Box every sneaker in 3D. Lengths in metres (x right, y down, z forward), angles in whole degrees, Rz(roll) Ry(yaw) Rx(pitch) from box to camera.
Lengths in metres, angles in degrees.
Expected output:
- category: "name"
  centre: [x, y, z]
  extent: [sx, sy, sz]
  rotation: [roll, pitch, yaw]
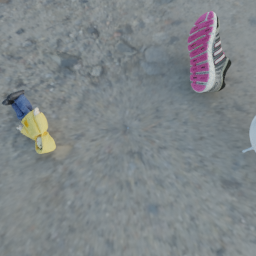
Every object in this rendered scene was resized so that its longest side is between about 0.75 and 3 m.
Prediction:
- category: "sneaker"
  centre: [2.404, -2.112, 8.118]
  extent: [1.077, 0.908, 2.463]
  rotation: [12, 75, -36]

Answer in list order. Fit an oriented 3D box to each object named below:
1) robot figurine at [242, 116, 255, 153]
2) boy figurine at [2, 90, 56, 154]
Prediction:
- category: "robot figurine"
  centre: [3.780, 0.008, 6.114]
  extent: [2.489, 2.111, 1.405]
  rotation: [-22, 69, -5]
- category: "boy figurine"
  centre: [-2.504, -0.083, 7.204]
  extent: [1.715, 1.066, 0.552]
  rotation: [60, 36, -5]
